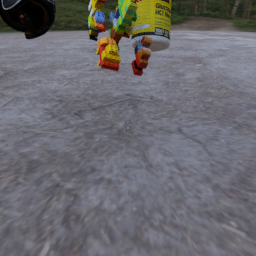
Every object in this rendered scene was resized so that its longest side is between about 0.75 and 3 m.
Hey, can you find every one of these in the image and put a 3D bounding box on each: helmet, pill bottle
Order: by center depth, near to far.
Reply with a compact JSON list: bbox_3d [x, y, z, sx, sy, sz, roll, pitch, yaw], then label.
[{"bbox_3d":[0.543,-2.668,6.488,0.907,1.613,0.907,1,1,0],"label":"pill bottle"},{"bbox_3d":[-2.956,-3.511,8.254,1.588,1.588,1.514,-13,42,-28],"label":"helmet"}]

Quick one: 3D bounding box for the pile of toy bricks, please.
[{"bbox_3d":[-0.093,-2.175,5.564,1.255,1.117,2.263,7,52,-24],"label":"pile of toy bricks"}]
